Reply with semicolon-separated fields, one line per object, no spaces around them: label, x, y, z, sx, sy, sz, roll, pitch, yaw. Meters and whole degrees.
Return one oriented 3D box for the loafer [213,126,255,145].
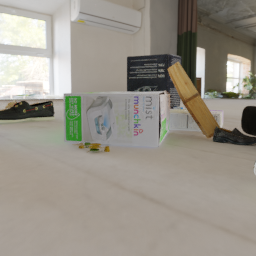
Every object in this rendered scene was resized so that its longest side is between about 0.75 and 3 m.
loafer;2.689;0.187;7.044;1.103;0.399;0.401;5;8;30

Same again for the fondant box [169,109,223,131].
fondant box;2.212;-0.312;9.903;2.123;0.618;1.532;4;10;22

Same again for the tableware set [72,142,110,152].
tableware set;-0.784;0.440;6.291;0.863;0.132;0.581;4;6;36

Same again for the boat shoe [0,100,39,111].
boat shoe;-5.504;-0.933;13.724;2.406;0.832;0.887;-2;8;-15

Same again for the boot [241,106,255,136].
boot;4.068;0.026;6.325;1.983;0.964;2.633;3;9;-9

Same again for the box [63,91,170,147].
box;-0.118;-0.400;7.865;2.422;1.327;2.745;2;7;12

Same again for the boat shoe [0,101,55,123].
boat shoe;-4.512;-0.698;11.866;2.953;0.925;1.080;-9;12;-43

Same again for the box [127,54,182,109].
box;1.166;-1.805;12.649;2.099;2.837;1.480;6;10;32

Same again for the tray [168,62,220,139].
tray;1.924;-0.958;8.526;0.516;1.375;2.787;-33;25;15

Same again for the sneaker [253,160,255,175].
sneaker;2.494;0.608;3.692;1.527;0.597;0.689;-5;20;-13

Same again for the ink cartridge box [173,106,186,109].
ink cartridge box;2.192;-0.561;11.645;0.381;0.650;0.887;5;9;31
